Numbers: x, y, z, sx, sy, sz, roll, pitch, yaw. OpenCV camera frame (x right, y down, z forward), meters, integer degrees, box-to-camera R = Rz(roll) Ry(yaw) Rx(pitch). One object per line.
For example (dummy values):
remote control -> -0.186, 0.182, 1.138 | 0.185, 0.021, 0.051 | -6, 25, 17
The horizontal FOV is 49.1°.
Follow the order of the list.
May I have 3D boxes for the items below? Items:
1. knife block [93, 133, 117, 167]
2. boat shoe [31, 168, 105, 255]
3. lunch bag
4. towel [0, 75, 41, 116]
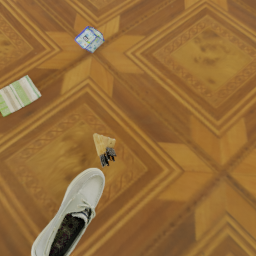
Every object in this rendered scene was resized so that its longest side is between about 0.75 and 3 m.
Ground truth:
knife block -> -0.712, 0.653, 8.017 | 0.957, 0.306, 0.840 | 15, 86, 44
boat shoe -> -1.233, 2.157, 6.815 | 0.928, 0.948, 2.661 | 46, 60, -25
lunch bag -> -1.302, -3.026, 9.492 | 0.681, 0.801, 0.510 | -36, 56, 26
towel -> -3.600, -1.060, 9.010 | 1.333, 0.205, 0.994 | -33, 68, -14
